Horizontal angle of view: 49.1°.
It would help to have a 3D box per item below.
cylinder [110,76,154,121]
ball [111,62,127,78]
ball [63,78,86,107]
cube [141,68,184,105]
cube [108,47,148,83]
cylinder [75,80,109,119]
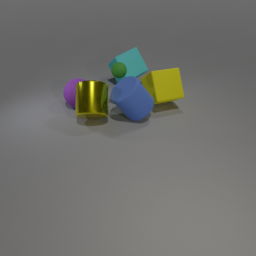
[{"bbox_3d":[0.189,-1.259,12.046,1.400,1.400,1.400,-25,42,25],"label":"cylinder"},{"bbox_3d":[-0.396,-2.547,12.330,0.700,0.700,0.700,0,31,0],"label":"ball"},{"bbox_3d":[-2.350,-1.650,13.313,1.400,1.400,1.400,0,31,0],"label":"ball"},{"bbox_3d":[1.610,-1.919,13.227,1.400,1.400,1.400,-11,0,-17],"label":"cube"},{"bbox_3d":[-0.014,-3.310,15.277,1.400,1.400,1.400,-31,7,-19],"label":"cube"},{"bbox_3d":[-1.543,-1.175,12.034,1.400,1.400,1.400,-1,-8,0],"label":"cylinder"}]
